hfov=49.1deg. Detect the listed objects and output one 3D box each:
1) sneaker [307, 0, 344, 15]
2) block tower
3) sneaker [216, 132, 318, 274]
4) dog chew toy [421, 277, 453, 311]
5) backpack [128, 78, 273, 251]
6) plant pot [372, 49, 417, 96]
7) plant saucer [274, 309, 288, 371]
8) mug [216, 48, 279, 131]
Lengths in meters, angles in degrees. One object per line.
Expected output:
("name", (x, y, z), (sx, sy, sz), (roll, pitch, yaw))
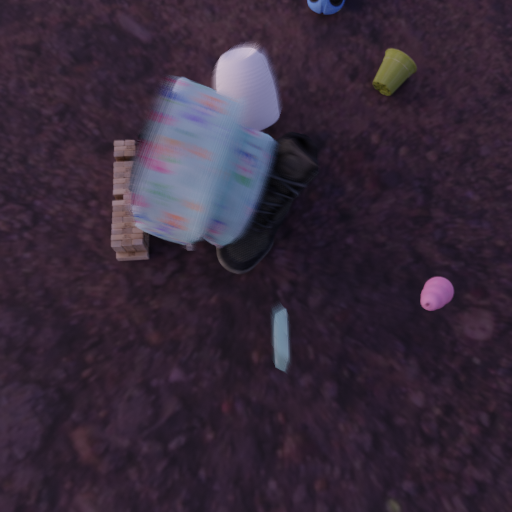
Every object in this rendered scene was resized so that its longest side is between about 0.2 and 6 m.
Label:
("sneaker", (1.732, -6.772, 12.155), (1.079, 1.262, 3.044), (9, 73, 2))
("block tower", (-2.397, -1.081, 10.764), (0.613, 0.656, 2.269), (-3, 74, -1))
("sneaker", (0.208, -1.084, 10.172), (1.114, 1.669, 2.914), (33, 75, 2))
("dog chew toy", (2.966, 0.662, 9.293), (0.486, 0.486, 0.780), (44, 39, 12))
("backpack", (-0.954, -1.378, 8.984), (2.131, 2.831, 2.513), (20, 84, -2))
("plant pot", (2.795, -3.741, 11.591), (0.757, 0.757, 0.719), (35, 89, 10))
("plant saucer", (0.384, 1.387, 8.922), (0.196, 2.064, 0.722), (-3, 73, 1))
("mug", (-0.131, -3.329, 10.867), (1.126, 1.337, 1.525), (8, 42, 26))
